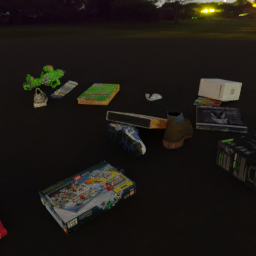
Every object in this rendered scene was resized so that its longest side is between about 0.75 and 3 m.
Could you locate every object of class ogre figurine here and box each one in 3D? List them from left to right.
[{"bbox_3d":[-4.638,-2.846,15.999,1.514,1.239,2.525,-9,2,26],"label":"ogre figurine"}]

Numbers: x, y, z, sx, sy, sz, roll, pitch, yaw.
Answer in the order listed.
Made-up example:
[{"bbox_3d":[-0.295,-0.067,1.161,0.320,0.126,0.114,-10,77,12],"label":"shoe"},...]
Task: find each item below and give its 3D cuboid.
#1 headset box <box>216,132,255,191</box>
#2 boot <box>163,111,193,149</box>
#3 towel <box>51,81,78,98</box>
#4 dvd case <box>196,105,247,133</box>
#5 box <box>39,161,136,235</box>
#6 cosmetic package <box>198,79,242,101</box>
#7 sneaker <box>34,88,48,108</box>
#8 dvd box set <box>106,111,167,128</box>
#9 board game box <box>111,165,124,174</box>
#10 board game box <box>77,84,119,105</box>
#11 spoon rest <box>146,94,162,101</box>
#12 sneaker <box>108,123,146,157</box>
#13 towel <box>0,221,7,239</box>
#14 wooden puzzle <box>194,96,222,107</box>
[{"bbox_3d":[3.489,0.829,7.532,1.520,0.810,1.746,-9,24,-21],"label":"headset box"},{"bbox_3d":[1.804,-0.195,9.625,0.834,1.082,2.233,9,24,21],"label":"boot"},{"bbox_3d":[-2.928,-1.764,12.924,1.195,0.142,0.878,-35,-6,15],"label":"towel"},{"bbox_3d":[3.679,-0.412,11.304,1.809,0.194,2.433,5,23,12],"label":"dvd case"},{"bbox_3d":[-0.896,1.469,6.341,1.796,0.338,1.227,-23,33,-33],"label":"box"},{"bbox_3d":[4.488,-1.895,13.720,1.422,0.877,1.426,-8,22,-38],"label":"cosmetic package"},{"bbox_3d":[-4.164,-1.568,13.277,0.660,0.761,1.718,-7,27,-17],"label":"sneaker"},{"bbox_3d":[0.481,-0.271,9.825,1.620,0.326,2.214,12,5,25],"label":"dvd box set"},{"bbox_3d":[-0.657,1.288,7.305,0.655,0.176,1.092,9,24,30],"label":"board game box"},{"bbox_3d":[-1.438,-1.725,14.185,1.433,0.450,3.000,3,20,10],"label":"board game box"},{"bbox_3d":[1.261,-1.537,13.971,0.529,0.323,1.064,22,18,40],"label":"spoon rest"},{"bbox_3d":[0.055,0.250,8.967,0.785,0.771,2.038,-15,28,-23],"label":"sneaker"},{"bbox_3d":[-4.075,2.032,5.297,2.887,0.325,2.088,-17,29,-35],"label":"towel"},{"bbox_3d":[3.844,-1.256,13.407,1.111,0.132,1.873,11,25,25],"label":"wooden puzzle"}]
